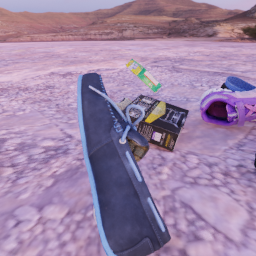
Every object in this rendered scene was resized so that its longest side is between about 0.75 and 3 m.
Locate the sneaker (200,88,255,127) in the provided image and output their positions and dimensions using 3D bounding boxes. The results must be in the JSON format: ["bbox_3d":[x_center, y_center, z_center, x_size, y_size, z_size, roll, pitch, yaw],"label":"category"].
[{"bbox_3d":[3.202,-0.530,7.524,2.859,1.150,1.264,-2,16,32],"label":"sneaker"}]

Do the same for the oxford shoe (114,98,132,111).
[{"bbox_3d":[0.126,-0.672,8.678,1.678,0.619,0.594,-10,-2,-26],"label":"oxford shoe"}]

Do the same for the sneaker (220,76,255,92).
[{"bbox_3d":[3.907,-0.727,8.773,2.261,0.881,0.793,38,51,20],"label":"sneaker"}]

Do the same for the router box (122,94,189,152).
[{"bbox_3d":[0.704,-0.221,7.284,1.490,0.495,1.896,21,26,12],"label":"router box"}]

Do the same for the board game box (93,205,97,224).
[{"bbox_3d":[-0.049,1.310,4.156,0.811,0.261,0.599,-6,21,-20],"label":"board game box"}]

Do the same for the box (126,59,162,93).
[{"bbox_3d":[0.463,-1.729,9.042,0.907,0.374,1.546,39,7,-28],"label":"box"}]

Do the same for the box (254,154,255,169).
[{"bbox_3d":[3.518,0.608,4.717,2.168,1.161,1.609,4,21,8],"label":"box"}]

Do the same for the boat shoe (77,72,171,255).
[{"bbox_3d":[-0.112,0.386,3.910,0.908,2.645,1.113,-14,-19,-3],"label":"boat shoe"}]
